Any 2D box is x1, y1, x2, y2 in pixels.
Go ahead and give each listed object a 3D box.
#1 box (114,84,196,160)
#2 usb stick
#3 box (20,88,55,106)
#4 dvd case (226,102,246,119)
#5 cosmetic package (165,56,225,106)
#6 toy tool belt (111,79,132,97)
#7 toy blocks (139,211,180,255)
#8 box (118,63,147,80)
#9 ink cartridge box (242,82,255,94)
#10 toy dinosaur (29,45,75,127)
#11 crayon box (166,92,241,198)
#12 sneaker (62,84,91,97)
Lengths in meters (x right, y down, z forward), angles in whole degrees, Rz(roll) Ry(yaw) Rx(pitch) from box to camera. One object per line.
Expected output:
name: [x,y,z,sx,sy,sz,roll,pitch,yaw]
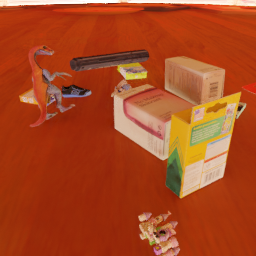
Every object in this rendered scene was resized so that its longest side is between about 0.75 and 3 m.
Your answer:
box: [0.901,-0.321,9.496,1.635,1.394,2.558,-23,38,-32]
usb stick: [-0.588,-2.456,10.094,2.979,0.486,0.826,-15,17,-28]
box: [-3.850,-1.358,12.379,1.548,0.321,0.922,13,33,16]
dvd case: [3.861,-0.930,11.742,1.788,0.197,1.305,18,35,30]
cosmetic package: [2.764,-2.070,12.144,1.045,1.547,2.941,-13,30,-19]
toy tool belt: [-0.196,-1.432,12.139,0.907,0.922,1.477,-37,32,1]
toy blocks: [0.743,2.123,5.814,0.771,0.916,0.856,-19,35,-18]
box: [0.236,-3.117,15.212,1.160,0.453,1.903,-9,31,-14]
ink cartridge box: [7.056,-1.901,12.977,2.111,0.623,2.638,-19,37,-28]
toy dinosaur: [-3.058,-1.785,10.425,1.545,2.671,2.943,-24,12,11]
crayon box: [1.864,0.345,7.166,1.642,2.612,0.674,-17,34,-28]
sneaker: [-2.355,-1.723,12.773,1.331,0.519,0.467,-5,30,-8]
